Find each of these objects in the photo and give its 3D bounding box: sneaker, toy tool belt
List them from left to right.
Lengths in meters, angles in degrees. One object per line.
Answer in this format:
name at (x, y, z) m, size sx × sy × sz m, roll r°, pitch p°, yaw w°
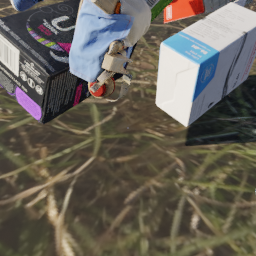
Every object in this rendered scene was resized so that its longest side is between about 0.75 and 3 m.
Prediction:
sneaker at (-1.363, -2.343, 4.493) m, size 0.561 × 1.483 × 0.571 m, roll -2°, pitch 66°, yaw -58°
toy tool belt at (-0.405, -1.103, 3.984) m, size 1.108 × 1.774 × 1.090 m, roll 25°, pitch 31°, yaw 10°

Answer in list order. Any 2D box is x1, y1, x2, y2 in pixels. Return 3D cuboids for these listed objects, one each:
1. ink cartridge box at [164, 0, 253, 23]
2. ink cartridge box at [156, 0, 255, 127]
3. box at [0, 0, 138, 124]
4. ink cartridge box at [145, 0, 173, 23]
ink cartridge box at (2.016, -4.159, 7.601) m, size 2.231 × 0.560 × 2.570 m, roll -6°, pitch 60°, yaw 18°
ink cartridge box at (1.187, -0.925, 3.694) m, size 1.733 × 1.004 × 0.578 m, roll -36°, pitch 57°, yaw -25°
box at (-1.397, -1.764, 6.660) m, size 1.821 × 1.580 × 2.980 m, roll 41°, pitch 49°, yaw 11°
ink cartridge box at (0.124, -3.110, 5.753) m, size 0.896 × 1.747 × 2.364 m, roll 27°, pitch 46°, yaw -31°
